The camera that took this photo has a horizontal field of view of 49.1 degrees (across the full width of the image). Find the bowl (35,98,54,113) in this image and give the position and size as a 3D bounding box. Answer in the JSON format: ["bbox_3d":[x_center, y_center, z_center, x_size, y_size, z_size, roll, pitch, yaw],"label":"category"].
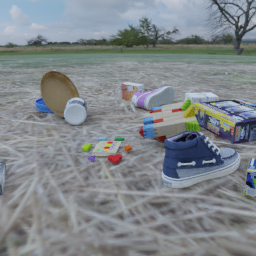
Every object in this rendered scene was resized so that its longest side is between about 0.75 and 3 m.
[{"bbox_3d":[-3.430,-1.168,13.600,2.053,0.403,2.053,0,19,0],"label":"bowl"}]

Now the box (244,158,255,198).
[{"bbox_3d":[3.685,1.274,6.064,2.098,0.675,0.735,10,22,27],"label":"box"}]

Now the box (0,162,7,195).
[{"bbox_3d":[-3.498,1.244,6.727,0.979,0.299,1.237,-6,20,-16],"label":"box"}]

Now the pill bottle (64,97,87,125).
[{"bbox_3d":[-2.146,-0.769,11.650,0.895,0.895,1.684,-2,17,-7],"label":"pill bottle"}]

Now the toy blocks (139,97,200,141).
[{"bbox_3d":[1.349,-0.171,9.729,1.852,1.353,2.709,-10,21,8],"label":"toy blocks"}]

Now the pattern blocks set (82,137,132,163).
[{"bbox_3d":[-0.656,0.644,8.680,1.547,0.143,1.760,4,20,18],"label":"pattern blocks set"}]

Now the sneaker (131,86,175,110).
[{"bbox_3d":[1.236,-1.627,14.188,1.478,0.940,2.592,13,23,41],"label":"sneaker"}]

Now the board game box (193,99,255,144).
[{"bbox_3d":[4.095,-0.357,10.657,2.315,0.794,2.800,-8,20,-16],"label":"board game box"}]

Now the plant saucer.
[{"bbox_3d":[-3.019,-1.428,12.231,0.385,2.176,2.176,-21,5,33],"label":"plant saucer"}]

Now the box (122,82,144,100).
[{"bbox_3d":[0.245,-1.981,15.260,1.119,0.852,0.595,15,24,38],"label":"box"}]

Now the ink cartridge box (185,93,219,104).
[{"bbox_3d":[3.251,-1.051,12.481,1.229,0.902,0.897,-1,19,-7],"label":"ink cartridge box"}]

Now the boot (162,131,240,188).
[{"bbox_3d":[2.003,0.617,7.190,2.613,1.181,0.951,-13,23,-34],"label":"boot"}]
